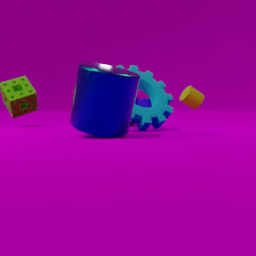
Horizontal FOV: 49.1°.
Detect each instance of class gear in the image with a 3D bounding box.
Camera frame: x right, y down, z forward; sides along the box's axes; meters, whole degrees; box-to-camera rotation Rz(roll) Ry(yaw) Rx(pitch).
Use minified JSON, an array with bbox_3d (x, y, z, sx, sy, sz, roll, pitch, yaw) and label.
[{"bbox_3d":[0.273,-0.866,7.698,2.019,2.019,0.373,-2,-33,-30],"label":"gear"}]

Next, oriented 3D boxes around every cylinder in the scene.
[{"bbox_3d":[2.635,-1.243,11.540,0.726,0.726,0.726,32,-3,-12],"label":"cylinder"},{"bbox_3d":[-0.484,-0.601,5.805,1.266,1.266,1.266,11,17,-3],"label":"cylinder"}]

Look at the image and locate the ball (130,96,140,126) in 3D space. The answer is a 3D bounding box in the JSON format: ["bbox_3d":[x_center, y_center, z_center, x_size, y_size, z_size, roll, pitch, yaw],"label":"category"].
[{"bbox_3d":[0.027,-0.640,9.919,1.110,1.110,1.110,0,4,0],"label":"ball"}]

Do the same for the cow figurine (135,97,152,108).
[{"bbox_3d":[0.070,-0.899,9.125,1.573,1.598,0.877,-26,-17,-26],"label":"cow figurine"}]

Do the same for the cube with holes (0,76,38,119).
[{"bbox_3d":[-3.575,-1.015,9.213,0.858,0.858,0.858,-25,-27,-29],"label":"cube with holes"}]
